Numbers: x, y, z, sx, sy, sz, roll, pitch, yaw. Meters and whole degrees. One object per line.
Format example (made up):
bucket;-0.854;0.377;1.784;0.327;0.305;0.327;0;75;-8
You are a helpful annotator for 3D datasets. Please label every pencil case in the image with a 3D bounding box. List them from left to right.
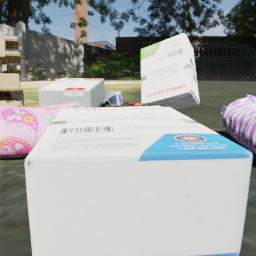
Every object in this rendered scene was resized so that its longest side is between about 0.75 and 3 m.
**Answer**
pencil case;-2.275;0.030;5.954;2.838;1.241;1.241;0;12;-3
pencil case;2.971;-0.018;6.118;1.166;1.188;2.779;26;13;-4

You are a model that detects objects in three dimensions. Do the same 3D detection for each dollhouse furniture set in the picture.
dollhouse furniture set;-3.935;-0.899;7.846;1.805;2.382;2.717;-2;-14;-18

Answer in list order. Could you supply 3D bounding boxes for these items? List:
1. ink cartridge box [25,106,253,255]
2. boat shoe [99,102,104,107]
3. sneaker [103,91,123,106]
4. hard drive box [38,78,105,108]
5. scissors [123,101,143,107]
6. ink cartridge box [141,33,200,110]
ink cartridge box;-0.032;0.463;3.854;2.044;1.180;2.799;-1;12;-6
boat shoe;-1.632;-1.273;14.296;0.377;0.383;1.063;-2;21;-44
sneaker;-0.663;-1.658;14.993;1.092;0.764;1.891;-10;14;-32
hard drive box;-2.345;-1.445;12.415;2.179;1.074;2.796;1;20;6
scissors;0.400;-1.284;14.789;0.952;0.181;2.603;-7;12;-21
ink cartridge box;0.929;-1.201;6.404;1.144;1.572;0.660;-13;-29;26
